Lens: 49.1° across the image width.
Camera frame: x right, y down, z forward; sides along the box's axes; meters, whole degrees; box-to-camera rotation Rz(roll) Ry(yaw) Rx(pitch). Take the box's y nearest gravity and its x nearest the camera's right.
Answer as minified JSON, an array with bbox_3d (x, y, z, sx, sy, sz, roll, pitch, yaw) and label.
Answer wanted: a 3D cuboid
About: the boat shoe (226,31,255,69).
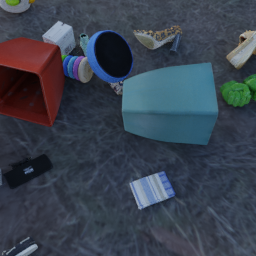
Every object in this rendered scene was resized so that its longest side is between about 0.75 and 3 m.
[{"bbox_3d":[5.086,-3.646,11.789,0.871,0.928,2.516,38,77,8],"label":"boat shoe"}]

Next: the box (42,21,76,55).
[{"bbox_3d":[-2.896,-3.672,11.908,0.731,1.119,1.113,27,63,15],"label":"box"}]

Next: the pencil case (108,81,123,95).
[{"bbox_3d":[-0.490,-1.848,11.217,0.530,0.461,1.185,-28,64,-19],"label":"pencil case"}]

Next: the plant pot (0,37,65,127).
[{"bbox_3d":[-3.593,-1.902,10.252,2.496,2.493,2.199,15,50,9],"label":"plant pot"}]

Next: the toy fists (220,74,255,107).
[{"bbox_3d":[4.628,-1.457,10.874,1.974,0.679,1.006,-17,62,-11],"label":"toy fists"}]

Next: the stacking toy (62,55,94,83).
[{"bbox_3d":[-2.646,-2.599,11.492,2.391,1.021,1.021,16,61,17],"label":"stacking toy"}]

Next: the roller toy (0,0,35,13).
[{"bbox_3d":[-5.482,-6.357,13.490,1.470,1.126,1.612,34,58,9],"label":"roller toy"}]

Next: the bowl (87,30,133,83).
[{"bbox_3d":[-0.614,-2.730,10.630,2.004,0.393,2.004,8,78,-39],"label":"bowl"}]

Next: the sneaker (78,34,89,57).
[{"bbox_3d":[-1.750,-3.523,12.059,0.447,0.716,1.215,-29,65,-17],"label":"sneaker"}]

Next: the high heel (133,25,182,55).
[{"bbox_3d":[1.345,-4.223,12.385,2.117,0.756,1.509,21,67,-7],"label":"high heel"}]

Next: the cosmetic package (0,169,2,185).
[{"bbox_3d":[-4.463,1.419,8.898,0.524,1.161,0.620,-15,63,-6],"label":"cosmetic package"}]

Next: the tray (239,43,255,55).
[{"bbox_3d":[5.554,-3.573,12.376,1.242,0.230,0.613,19,61,12],"label":"tray"}]

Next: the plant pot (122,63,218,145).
[{"bbox_3d":[1.316,-0.798,9.736,2.953,2.086,2.087,1,59,5],"label":"plant pot"}]

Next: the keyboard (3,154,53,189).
[{"bbox_3d":[-3.393,1.374,9.506,1.534,0.304,0.798,-27,86,-16],"label":"keyboard"}]

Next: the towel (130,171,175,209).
[{"bbox_3d":[0.786,2.010,9.132,1.290,0.154,0.948,-18,59,-12],"label":"towel"}]

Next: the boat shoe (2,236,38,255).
[{"bbox_3d":[-3.308,3.610,7.979,1.386,0.512,0.418,-29,64,-19],"label":"boat shoe"}]
